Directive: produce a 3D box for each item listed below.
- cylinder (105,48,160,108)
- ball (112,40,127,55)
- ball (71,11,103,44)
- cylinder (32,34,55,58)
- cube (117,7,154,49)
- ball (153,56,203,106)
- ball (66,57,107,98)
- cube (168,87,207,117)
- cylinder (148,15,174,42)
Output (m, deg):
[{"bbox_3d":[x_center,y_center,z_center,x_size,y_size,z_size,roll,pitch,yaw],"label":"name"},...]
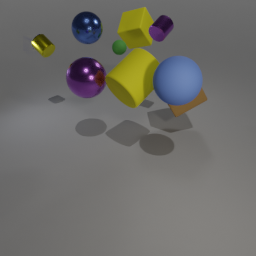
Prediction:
[{"bbox_3d":[0.216,-1.606,9.103,1.400,1.400,1.400,-46,48,-14],"label":"cylinder"},{"bbox_3d":[-0.410,-3.828,13.303,0.700,0.700,0.700,0,31,0],"label":"ball"},{"bbox_3d":[-1.832,-4.482,12.570,1.400,1.400,1.400,0,31,0],"label":"ball"},{"bbox_3d":[-3.539,-3.442,11.742,0.700,0.700,0.700,45,44,7],"label":"cylinder"},{"bbox_3d":[0.476,-5.278,14.911,1.400,1.400,1.400,0,66,31],"label":"cube"},{"bbox_3d":[1.409,-1.344,8.016,1.400,1.400,1.400,0,31,0],"label":"ball"},{"bbox_3d":[-1.424,-1.722,9.651,1.400,1.400,1.400,0,31,0],"label":"ball"},{"bbox_3d":[2.053,-1.565,11.083,1.400,1.400,1.400,-30,28,12],"label":"cube"},{"bbox_3d":[1.235,-3.707,10.436,0.700,0.700,0.700,22,63,33],"label":"cylinder"}]
